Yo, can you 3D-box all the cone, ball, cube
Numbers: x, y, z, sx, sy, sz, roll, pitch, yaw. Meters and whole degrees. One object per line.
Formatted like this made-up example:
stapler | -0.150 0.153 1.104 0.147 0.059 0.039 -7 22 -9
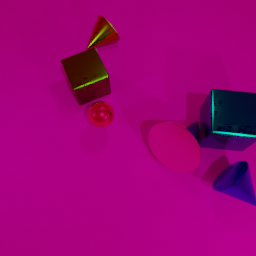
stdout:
cone | -1.009 -3.008 9.414 1.069 1.065 1.065 -43 75 -1
ball | -0.761 -0.385 7.926 0.761 0.761 0.761 0 69 0
cube | 2.875 -0.191 8.064 1.330 1.330 1.330 6 69 2
cone | 1.698 0.170 8.135 1.612 1.612 1.618 39 48 14
cube | -1.268 -1.571 8.702 1.128 1.128 1.128 -23 72 -8
cone | 3.090 1.682 7.481 1.148 1.148 1.152 -43 92 -14
